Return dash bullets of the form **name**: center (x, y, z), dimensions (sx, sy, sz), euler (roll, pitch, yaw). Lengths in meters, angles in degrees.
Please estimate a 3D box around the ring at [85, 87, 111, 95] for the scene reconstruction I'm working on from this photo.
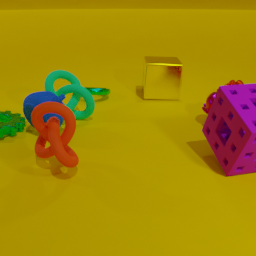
- **ring**: center (-1.311, -1.384, 10.462), dimensions (1.329, 0.266, 1.329), euler (2, 8, 0)

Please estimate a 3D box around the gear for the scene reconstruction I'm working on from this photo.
- **gear**: center (-3.703, -0.149, 7.952), dimensions (1.457, 0.269, 1.457), euler (8, 21, -3)

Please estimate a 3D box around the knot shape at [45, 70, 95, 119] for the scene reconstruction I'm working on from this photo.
- **knot shape**: center (-1.985, -0.794, 8.553), dimensions (1.732, 1.621, 0.800), euler (46, 1, 9)

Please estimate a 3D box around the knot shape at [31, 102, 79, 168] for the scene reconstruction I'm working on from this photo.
- **knot shape**: center (-1.534, 0.084, 5.845), dimensions (0.668, 1.353, 1.446), euler (-22, 38, -38)

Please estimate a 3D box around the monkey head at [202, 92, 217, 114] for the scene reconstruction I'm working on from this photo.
- **monkey head**: center (2.664, -0.645, 8.275), dimensions (0.841, 0.704, 1.169), euler (42, 39, 0)

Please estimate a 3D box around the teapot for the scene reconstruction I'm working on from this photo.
- **teapot**: center (-2.216, -0.469, 7.595), dimensions (1.897, 1.180, 0.929), euler (-26, 16, 48)

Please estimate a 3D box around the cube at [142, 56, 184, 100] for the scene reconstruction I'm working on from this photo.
- **cube**: center (1.268, -1.919, 10.650), dimensions (1.336, 1.336, 1.336), euler (2, 26, -1)

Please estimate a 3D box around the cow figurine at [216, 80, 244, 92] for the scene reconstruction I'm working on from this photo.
- **cow figurine**: center (3.758, -1.353, 10.317), dimensions (1.190, 0.653, 1.171), euler (-30, -11, 7)

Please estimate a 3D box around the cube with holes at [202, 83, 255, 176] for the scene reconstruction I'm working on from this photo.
- **cube with holes**: center (2.680, 0.007, 6.086), dimensions (1.374, 1.374, 1.374), euler (-6, 47, -12)
